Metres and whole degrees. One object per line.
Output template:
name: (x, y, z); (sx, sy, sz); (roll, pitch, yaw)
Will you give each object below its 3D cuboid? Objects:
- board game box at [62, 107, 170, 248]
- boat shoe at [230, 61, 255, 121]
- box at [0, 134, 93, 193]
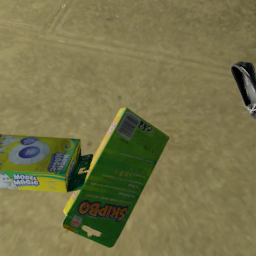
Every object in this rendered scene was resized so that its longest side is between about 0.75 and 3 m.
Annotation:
board game box: (-0.224, 1.006, 5.725); (1.245, 0.391, 2.606); (33, 76, -22)
boat shoe: (1.982, -0.540, 4.563); (0.337, 0.396, 1.184); (-7, 72, -24)
box: (-1.420, 0.526, 4.353); (1.655, 0.400, 0.971); (5, 30, 2)
